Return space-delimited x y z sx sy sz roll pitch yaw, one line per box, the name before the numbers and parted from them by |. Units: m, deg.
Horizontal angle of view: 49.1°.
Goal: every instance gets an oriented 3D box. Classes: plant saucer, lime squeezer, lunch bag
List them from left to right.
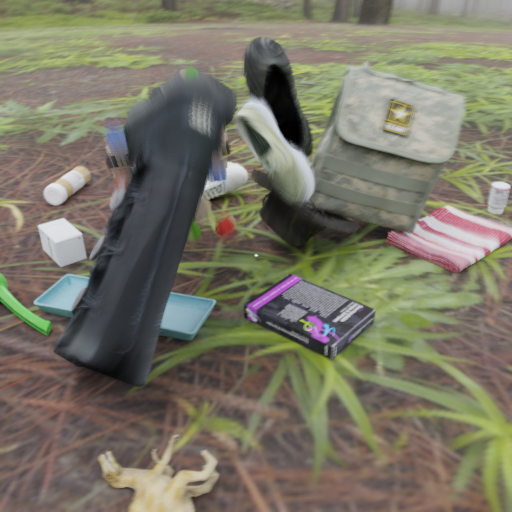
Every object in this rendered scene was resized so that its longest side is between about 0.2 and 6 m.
lime squeezer | -4.878 0.756 9.132 3.416 0.644 1.206 2 59 1
plant saucer | -2.131 0.834 9.127 2.825 0.268 0.988 9 30 15
lunch bag | 2.446 -2.118 10.938 2.303 2.808 1.651 14 34 -3

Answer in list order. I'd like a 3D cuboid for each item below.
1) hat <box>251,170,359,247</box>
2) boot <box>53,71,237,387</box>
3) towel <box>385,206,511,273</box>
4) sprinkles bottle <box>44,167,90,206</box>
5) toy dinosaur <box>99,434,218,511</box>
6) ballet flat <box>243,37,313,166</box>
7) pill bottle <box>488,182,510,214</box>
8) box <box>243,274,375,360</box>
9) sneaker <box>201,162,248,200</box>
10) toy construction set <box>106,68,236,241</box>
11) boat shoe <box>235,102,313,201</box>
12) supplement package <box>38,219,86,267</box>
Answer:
hat | 0.781 -0.737 10.960 2.403 0.969 2.403 26 16 -8
boot | -1.729 -0.289 8.185 1.307 3.983 3.283 18 -12 -18
towel | 4.004 -0.420 11.416 2.336 0.266 1.683 -23 37 -36
sprinkles bottle | -4.532 -1.705 13.516 0.493 0.493 1.446 6 29 10
toy dinosaur | -0.841 2.540 5.883 1.988 0.579 1.005 18 48 43
ballet flat | 0.415 -2.600 10.443 1.007 3.030 0.861 -17 49 9
pill bottle | 5.434 -1.292 12.586 0.375 0.661 0.375 0 30 0
box | 0.836 0.918 8.911 1.729 0.312 1.236 21 36 36
sneaker | -1.262 -1.582 13.115 2.259 0.863 0.909 -12 39 -8
toy construction set | -1.247 -1.656 10.653 2.316 2.777 2.134 -30 4 13
boat shoe | 0.262 -1.703 9.615 0.699 1.940 0.602 -27 14 42
supplement package | -3.752 -0.268 10.828 0.548 0.546 0.934 -22 35 -33
